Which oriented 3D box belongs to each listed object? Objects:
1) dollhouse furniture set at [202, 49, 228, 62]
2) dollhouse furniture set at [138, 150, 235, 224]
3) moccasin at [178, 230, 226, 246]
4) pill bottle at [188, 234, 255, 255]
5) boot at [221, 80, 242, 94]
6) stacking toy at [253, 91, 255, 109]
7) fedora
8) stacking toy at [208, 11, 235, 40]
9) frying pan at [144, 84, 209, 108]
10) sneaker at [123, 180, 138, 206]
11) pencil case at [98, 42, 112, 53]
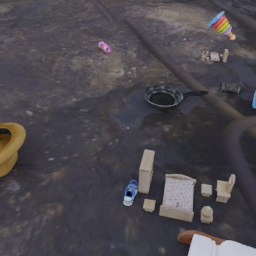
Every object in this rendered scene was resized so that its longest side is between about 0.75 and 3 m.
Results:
[{"bbox_3d":[4.365,-3.747,14.144,1.201,0.531,0.622,6,43,7],"label":"dollhouse furniture set"},{"bbox_3d":[1.554,1.664,7.756,2.549,1.128,1.321,9,43,10],"label":"dollhouse furniture set"},{"bbox_3d":[1.845,2.895,6.954,1.225,0.448,0.473,18,36,6],"label":"moccasin"},{"bbox_3d":[2.527,3.261,5.694,2.707,1.535,1.535,14,44,16],"label":"pill bottle"},{"bbox_3d":[4.478,-1.858,12.217,0.833,0.331,0.957,15,47,15],"label":"boot"},{"bbox_3d":[5.702,-1.380,11.483,0.917,0.867,1.580,12,29,24],"label":"stacking toy"},{"bbox_3d":[-4.155,0.796,8.706,2.434,0.993,2.434,-10,34,7],"label":"fedora"},{"bbox_3d":[2.786,-2.861,8.078,0.856,0.470,0.497,45,82,-5],"label":"stacking toy"},{"bbox_3d":[1.879,-1.439,11.707,2.558,0.416,1.547,-17,46,-21],"label":"frying pan"},{"bbox_3d":[0.100,1.827,8.153,0.317,0.353,0.857,8,41,12],"label":"sneaker"},{"bbox_3d":[-1.214,-4.284,14.851,0.390,0.390,0.883,-27,47,-26],"label":"pencil case"}]
